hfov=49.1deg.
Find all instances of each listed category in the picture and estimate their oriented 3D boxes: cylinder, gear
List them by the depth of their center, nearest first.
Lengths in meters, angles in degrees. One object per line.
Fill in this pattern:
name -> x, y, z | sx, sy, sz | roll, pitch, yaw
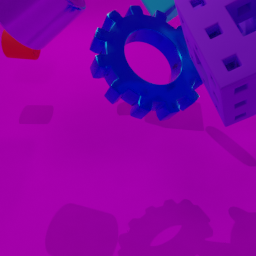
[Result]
cylinder -> -1.437, -2.043, 4.581 | 1.083, 1.083, 1.083 | -33, 35, 22
gear -> 0.367, -1.128, 4.775 | 2.005, 0.371, 2.005 | 8, 68, -20
cylinder -> -3.078, -2.446, 8.140 | 0.859, 0.859, 0.859 | 5, 41, 0

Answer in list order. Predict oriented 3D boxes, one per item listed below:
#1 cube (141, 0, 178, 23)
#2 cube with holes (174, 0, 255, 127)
cube -> 1.013, -3.860, 7.874 | 1.309, 1.309, 1.309 | -32, 1, 15
cube with holes -> 1.608, -1.072, 3.641 | 1.372, 1.372, 1.372 | -24, 66, 13
